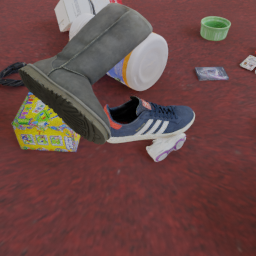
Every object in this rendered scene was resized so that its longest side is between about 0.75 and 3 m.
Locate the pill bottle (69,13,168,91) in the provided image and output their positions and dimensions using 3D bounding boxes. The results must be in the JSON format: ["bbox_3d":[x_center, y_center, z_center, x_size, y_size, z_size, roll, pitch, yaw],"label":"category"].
[{"bbox_3d":[-0.401,-2.434,8.464,2.938,1.646,1.646,34,54,31],"label":"pill bottle"}]

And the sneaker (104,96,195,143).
[{"bbox_3d":[0.526,-0.325,6.722,2.420,1.023,0.907,-12,45,-13],"label":"sneaker"}]

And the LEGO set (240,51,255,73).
[{"bbox_3d":[4.875,-2.212,9.254,1.504,0.494,2.013,34,65,30],"label":"LEGO set"}]

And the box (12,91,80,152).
[{"bbox_3d":[-1.807,-0.233,6.748,1.334,0.845,1.385,3,43,3],"label":"box"}]

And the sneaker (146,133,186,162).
[{"bbox_3d":[0.891,0.341,6.485,1.049,0.393,0.522,-28,51,-26],"label":"sneaker"}]

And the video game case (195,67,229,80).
[{"bbox_3d":[2.635,-1.723,8.848,0.926,0.088,0.662,-1,44,-2],"label":"video game case"}]

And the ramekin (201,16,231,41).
[{"bbox_3d":[3.282,-3.761,10.632,1.082,0.529,1.082,0,44,0],"label":"ramekin"}]

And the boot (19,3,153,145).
[{"bbox_3d":[-0.359,-0.995,4.451,1.949,0.778,2.143,41,62,17],"label":"boot"}]

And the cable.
[{"bbox_3d":[-3.415,-1.575,8.578,1.058,0.329,1.297,38,53,26],"label":"cable"}]

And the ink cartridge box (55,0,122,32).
[{"bbox_3d":[-1.509,-4.453,10.600,2.195,0.919,1.583,-22,15,-21],"label":"ink cartridge box"}]
